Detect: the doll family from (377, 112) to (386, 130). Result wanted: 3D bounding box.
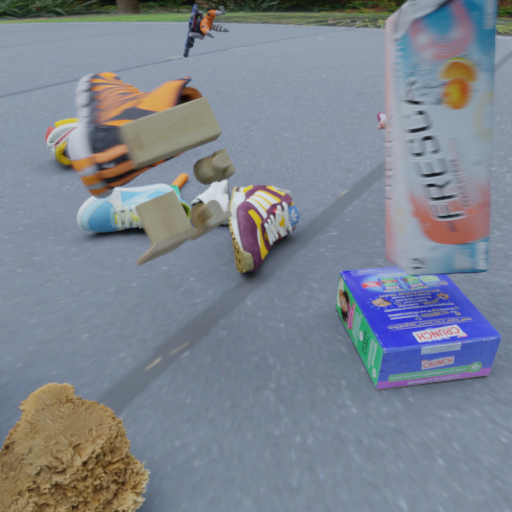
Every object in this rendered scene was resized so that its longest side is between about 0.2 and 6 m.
[{"bbox_3d":[3.115,-2.891,10.537,1.785,0.804,1.108,-11,22,-2],"label":"doll family"}]

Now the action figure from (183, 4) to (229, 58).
[{"bbox_3d":[-1.055,-4.434,11.170,0.567,1.085,1.049,12,6,-35],"label":"action figure"}]

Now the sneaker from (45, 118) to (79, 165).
[{"bbox_3d":[-3.720,-2.955,14.535,3.237,1.260,1.330,-17,40,-13],"label":"sneaker"}]

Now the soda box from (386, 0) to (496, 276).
[{"bbox_3d":[2.273,-1.431,7.114,1.042,3.279,1.121,-4,10,-2],"label":"soda box"}]

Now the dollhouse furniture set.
[{"bbox_3d":[-0.956,-0.794,6.287,1.252,1.316,1.072,-26,1,-23],"label":"dollhouse furniture set"}]

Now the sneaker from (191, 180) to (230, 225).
[{"bbox_3d":[-0.965,-1.200,11.816,0.834,0.654,1.679,-5,29,-2],"label":"sneaker"}]

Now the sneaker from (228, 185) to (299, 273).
[{"bbox_3d":[0.185,-0.655,10.392,1.270,1.057,2.820,-6,30,3],"label":"sneaker"}]

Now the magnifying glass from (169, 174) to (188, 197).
[{"bbox_3d":[-1.919,-1.488,12.763,0.694,0.195,1.743,6,29,11],"label":"magnifying glass"}]

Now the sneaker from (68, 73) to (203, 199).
[{"bbox_3d":[-1.410,-1.776,7.185,1.560,1.080,2.785,-21,40,3],"label":"sneaker"}]

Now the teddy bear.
[{"bbox_3d":[-2.440,2.540,4.669,2.398,1.104,3.307,14,33,7],"label":"teddy bear"}]

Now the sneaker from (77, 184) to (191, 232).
[{"bbox_3d":[-2.256,-0.801,10.877,2.151,0.856,1.404,-20,34,-30],"label":"sneaker"}]

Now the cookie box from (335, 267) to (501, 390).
[{"bbox_3d":[2.176,0.919,7.951,1.625,0.714,1.899,-5,30,-8],"label":"cookie box"}]
